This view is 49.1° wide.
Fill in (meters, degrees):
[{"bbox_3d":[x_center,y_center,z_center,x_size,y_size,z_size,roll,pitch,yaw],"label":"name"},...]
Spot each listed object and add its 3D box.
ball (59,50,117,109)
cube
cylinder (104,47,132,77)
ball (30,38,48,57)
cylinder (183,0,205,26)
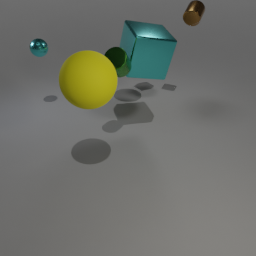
[{"bbox_3d":[-0.957,-1.151,6.780,1.400,1.400,1.400,0,31,0],"label":"ball"},{"bbox_3d":[0.572,-2.582,9.316,1.400,1.400,1.400,0,39,-19],"label":"cube"},{"bbox_3d":[-0.300,-1.945,8.331,0.700,0.700,0.700,8,-7,13],"label":"cylinder"},{"bbox_3d":[-3.460,-3.118,10.891,0.700,0.700,0.700,0,31,0],"label":"ball"},{"bbox_3d":[2.599,-4.516,11.027,0.700,0.700,0.700,15,61,23],"label":"cylinder"}]
